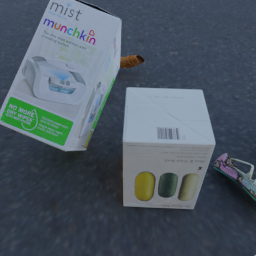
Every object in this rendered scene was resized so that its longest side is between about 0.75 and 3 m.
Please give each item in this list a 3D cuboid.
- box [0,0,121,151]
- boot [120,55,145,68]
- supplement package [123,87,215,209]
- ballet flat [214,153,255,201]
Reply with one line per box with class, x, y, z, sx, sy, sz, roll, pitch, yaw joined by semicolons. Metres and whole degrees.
box;-1.181;-0.867;5.865;1.330;2.750;2.427;23;84;0
boot;-0.097;-2.146;8.883;0.885;0.422;1.144;-2;6;39
supplement package;0.691;0.450;5.764;1.549;2.042;1.538;2;44;1
ballet flat;2.607;1.096;6.078;0.582;0.565;1.634;-55;49;10
